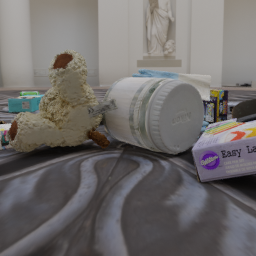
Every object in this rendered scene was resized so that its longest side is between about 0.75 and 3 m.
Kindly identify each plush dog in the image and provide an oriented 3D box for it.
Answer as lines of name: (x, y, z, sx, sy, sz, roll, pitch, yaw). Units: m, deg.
plush dog: (-1.515, -0.475, 7.132, 2.106, 2.625, 2.255, 32, 7, -25)

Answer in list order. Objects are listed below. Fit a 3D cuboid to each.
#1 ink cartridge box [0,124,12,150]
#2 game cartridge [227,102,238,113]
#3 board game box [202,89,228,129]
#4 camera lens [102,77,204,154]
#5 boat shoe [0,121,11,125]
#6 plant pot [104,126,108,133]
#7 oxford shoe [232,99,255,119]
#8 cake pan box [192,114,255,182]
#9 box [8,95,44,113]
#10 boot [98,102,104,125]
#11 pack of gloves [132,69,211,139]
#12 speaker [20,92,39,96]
ink cartridge box: (-3.229, 0.221, 6.939, 1.469, 0.494, 0.853, -9, 14, -39)
game cartridge: (5.850, -0.925, 13.334, 2.405, 0.492, 1.601, 8, 17, 38)
board game box: (2.557, -0.625, 9.234, 0.456, 1.329, 1.608, -5, 13, -24)
camera lens: (0.509, -0.365, 6.790, 1.697, 1.697, 2.122, -9, 14, -39)
boat shoe: (-4.092, -0.097, 9.177, 0.308, 0.307, 0.854, 3, 11, 16)
plant pot: (-0.125, -0.358, 8.461, 1.218, 1.220, 1.080, -8, 4, -35)
oxford shoe: (4.453, -0.249, 8.744, 2.950, 1.052, 1.051, 5, -9, -12)
cake pan box: (2.604, 0.141, 5.231, 2.374, 0.674, 2.578, -13, 5, 26)
box: (-5.211, -1.320, 14.749, 1.138, 0.679, 2.765, 0, 11, -1)
boot: (-0.466, -0.634, 10.662, 2.226, 0.815, 1.676, 8, 14, 20)
pack of gloves: (1.163, -0.796, 8.019, 2.449, 2.058, 0.483, 6, -19, 3)
speaker: (-7.449, -2.469, 21.238, 1.325, 0.586, 0.586, -6, 12, -28)
